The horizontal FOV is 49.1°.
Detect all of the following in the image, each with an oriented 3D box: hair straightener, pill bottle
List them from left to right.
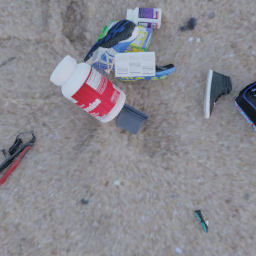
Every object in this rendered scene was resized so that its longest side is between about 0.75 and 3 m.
[{"bbox_3d":[-4.376,0.965,10.493,0.908,0.483,2.361,35,82,6],"label":"hair straightener"},{"bbox_3d":[-1.370,-1.344,9.668,2.410,1.353,1.353,35,80,-27],"label":"pill bottle"},{"bbox_3d":[0.634,-4.448,11.302,1.357,0.756,0.756,4,80,0],"label":"pill bottle"}]

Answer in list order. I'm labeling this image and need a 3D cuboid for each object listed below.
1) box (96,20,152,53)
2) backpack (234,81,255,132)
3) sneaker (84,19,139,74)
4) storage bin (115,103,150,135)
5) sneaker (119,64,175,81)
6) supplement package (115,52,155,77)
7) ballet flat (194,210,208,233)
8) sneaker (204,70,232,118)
[{"bbox_3d":[-0.156,-3.600,11.057,2.023,0.489,1.187,14,60,11],"label":"box"},{"bbox_3d":[5.412,-1.079,10.338,2.205,1.483,2.013,-38,82,-5],"label":"backpack"},{"bbox_3d":[-0.431,-2.765,9.795,1.127,2.925,1.107,37,66,-22],"label":"sneaker"},{"bbox_3d":[0.111,-0.325,10.627,1.165,0.848,0.783,29,108,6],"label":"storage bin"},{"bbox_3d":[0.710,-2.357,10.899,2.267,0.804,0.939,-1,86,4],"label":"sneaker"},{"bbox_3d":[0.242,-1.991,8.696,1.194,0.930,0.662,0,108,5],"label":"supplement package"},{"bbox_3d":[2.741,3.369,10.184,0.292,0.290,0.854,-25,81,-13],"label":"ballet flat"},{"bbox_3d":[3.476,-1.270,10.770,0.972,0.693,1.959,10,76,7],"label":"sneaker"}]
